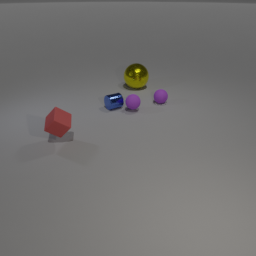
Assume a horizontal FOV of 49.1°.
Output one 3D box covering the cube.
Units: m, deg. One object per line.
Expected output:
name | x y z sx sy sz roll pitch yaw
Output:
cube | -2.532 -0.203 10.151 0.700 0.700 0.700 27 38 -33

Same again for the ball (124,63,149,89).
ball | 0.459 -2.873 15.526 1.400 1.400 1.400 0 28 0

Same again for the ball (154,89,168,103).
ball | 1.609 -1.555 13.755 0.700 0.700 0.700 0 28 0

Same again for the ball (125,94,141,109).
ball | 0.228 -1.204 12.850 0.700 0.700 0.700 0 28 0

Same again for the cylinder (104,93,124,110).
cylinder | -0.668 -1.258 13.178 0.700 0.700 0.700 -16 32 -28
